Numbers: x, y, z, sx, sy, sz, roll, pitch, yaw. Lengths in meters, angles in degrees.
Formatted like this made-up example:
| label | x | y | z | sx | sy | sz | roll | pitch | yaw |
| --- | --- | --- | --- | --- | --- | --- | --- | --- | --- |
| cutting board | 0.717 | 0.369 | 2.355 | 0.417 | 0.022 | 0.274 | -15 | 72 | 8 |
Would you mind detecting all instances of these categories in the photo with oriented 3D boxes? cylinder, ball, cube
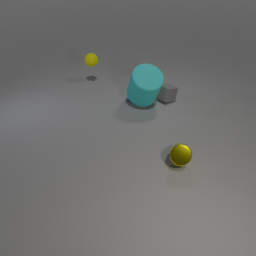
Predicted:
| label | x | y | z | sx | sy | sz | roll | pitch | yaw |
| --- | --- | --- | --- | --- | --- | --- | --- | --- | --- |
| cylinder | 1.734 | 0.864 | 9.249 | 0.700 | 0.700 | 0.700 | 5 | 2 | 8 |
| cylinder | 0.740 | -1.892 | 12.502 | 1.400 | 1.400 | 1.400 | 4 | 64 | -9 |
| ball | -1.928 | -3.568 | 14.695 | 0.700 | 0.700 | 0.700 | 0 | 33 | 0 |
| cube | 1.859 | -1.689 | 13.422 | 0.700 | 0.700 | 0.700 | -12 | 34 | -37 |
